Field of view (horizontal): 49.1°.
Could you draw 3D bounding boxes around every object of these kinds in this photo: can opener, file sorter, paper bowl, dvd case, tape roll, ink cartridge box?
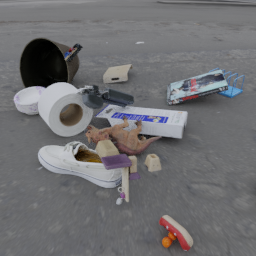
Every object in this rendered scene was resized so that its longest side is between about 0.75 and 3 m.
[{"bbox_3d":[-0.696,-0.915,9.005,0.612,0.773,2.325,-13,-9,38],"label":"can opener"},{"bbox_3d":[4.198,-1.998,12.136,0.925,0.818,1.333,-25,38,-36],"label":"file sorter"},{"bbox_3d":[-3.558,-0.979,10.516,1.259,0.655,1.259,-2,38,2],"label":"paper bowl"},{"bbox_3d":[2.749,-1.663,11.387,2.335,0.257,1.704,-15,28,18],"label":"dvd case"},{"bbox_3d":[-2.046,-0.613,9.160,1.525,1.525,1.047,-19,37,-28],"label":"tape roll"},{"bbox_3d":[0.475,-0.274,9.377,2.886,0.535,1.367,9,24,14],"label":"ink cartridge box"}]

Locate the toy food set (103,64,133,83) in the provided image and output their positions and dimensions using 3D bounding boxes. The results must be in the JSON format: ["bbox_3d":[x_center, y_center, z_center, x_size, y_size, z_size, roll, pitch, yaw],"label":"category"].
[{"bbox_3d":[-0.448,-2.599,13.563,1.169,0.492,1.630,-6,28,14],"label":"toy food set"}]

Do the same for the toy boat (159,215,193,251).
[{"bbox_3d":[0.901,2.187,5.651,0.522,0.521,0.798,-48,47,-12],"label":"toy boat"}]

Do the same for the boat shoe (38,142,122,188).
[{"bbox_3d":[-1.330,0.768,7.468,2.579,0.900,0.914,16,35,24],"label":"boat shoe"}]

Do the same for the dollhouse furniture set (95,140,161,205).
[{"bbox_3d":[-0.110,1.031,6.919,1.288,1.154,1.626,-7,20,-18],"label":"dollhouse furniture set"}]

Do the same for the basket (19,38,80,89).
[{"bbox_3d":[-3.132,-2.607,11.985,1.912,2.536,2.812,1,21,2],"label":"basket"}]

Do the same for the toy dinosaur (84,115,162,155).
[{"bbox_3d":[-0.152,0.402,8.198,2.085,0.895,1.413,16,39,7],"label":"toy dinosaur"}]

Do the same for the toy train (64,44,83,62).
[{"bbox_3d":[-2.094,-2.917,10.722,0.345,0.257,1.507,42,31,-18],"label":"toy train"}]
